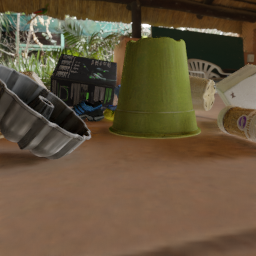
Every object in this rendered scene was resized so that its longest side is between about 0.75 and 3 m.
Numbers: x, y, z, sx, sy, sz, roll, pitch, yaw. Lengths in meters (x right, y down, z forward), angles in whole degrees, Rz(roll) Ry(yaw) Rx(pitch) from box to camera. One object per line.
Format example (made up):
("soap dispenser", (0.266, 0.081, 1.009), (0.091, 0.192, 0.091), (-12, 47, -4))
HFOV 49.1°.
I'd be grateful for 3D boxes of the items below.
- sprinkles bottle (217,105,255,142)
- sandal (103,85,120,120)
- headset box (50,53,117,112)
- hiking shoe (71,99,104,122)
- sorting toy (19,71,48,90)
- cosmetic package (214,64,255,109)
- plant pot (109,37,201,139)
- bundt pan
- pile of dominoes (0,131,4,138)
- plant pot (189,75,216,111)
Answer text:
("sprinkles bottle", (2.967, -0.063, 6.482), (0.777, 0.777, 2.278), (-2, 9, -11))
("sandal", (0.544, -0.896, 10.242), (2.986, 1.300, 1.187), (3, 7, 8))
("headset box", (-1.870, -2.129, 13.033), (2.991, 1.388, 2.604), (7, 37, -8))
("hiking shoe", (-1.719, -0.683, 10.379), (1.816, 0.787, 0.675), (2, 9, 15))
("sorting toy", (-4.318, -1.182, 10.879), (2.318, 0.807, 2.304), (0, -24, 8))
("cosmetic package", (3.742, -1.043, 8.771), (1.362, 1.363, 1.652), (-32, 10, 15))
("plant pot", (0.745, -1.179, 7.985), (2.667, 2.532, 2.667), (-1, 9, 0))
("bundt pan", (-1.689, -0.189, 5.032), (2.051, 0.770, 2.051), (39, 6, -5))
("pile of dominoes", (-4.108, 0.075, 7.742), (2.416, 0.385, 1.883), (12, 12, 18))
("plant pot", (2.755, -1.532, 12.325), (1.828, 1.997, 1.997), (12, 14, 34))
